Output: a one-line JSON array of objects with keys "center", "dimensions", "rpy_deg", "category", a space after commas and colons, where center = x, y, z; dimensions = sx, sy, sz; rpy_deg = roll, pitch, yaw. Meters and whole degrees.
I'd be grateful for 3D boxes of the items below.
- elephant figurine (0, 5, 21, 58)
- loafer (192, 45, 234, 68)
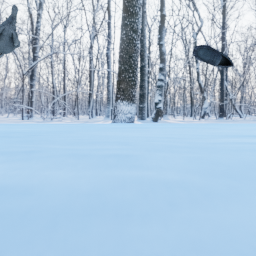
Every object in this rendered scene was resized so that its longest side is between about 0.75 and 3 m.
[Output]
[{"center": [-3.897, -3.079, 9.023], "dimensions": [0.955, 1.048, 1.350], "rpy_deg": [-28, -4, -38], "category": "elephant figurine"}, {"center": [2.640, -2.179, 8.596], "dimensions": [1.518, 0.515, 0.533], "rpy_deg": [9, 24, -31], "category": "loafer"}]
